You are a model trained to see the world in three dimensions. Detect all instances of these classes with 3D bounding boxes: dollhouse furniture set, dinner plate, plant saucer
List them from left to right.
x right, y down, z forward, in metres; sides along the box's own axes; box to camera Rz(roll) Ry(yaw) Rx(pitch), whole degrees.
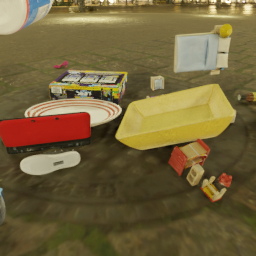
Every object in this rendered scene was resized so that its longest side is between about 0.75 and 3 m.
[{"bbox_3d":[-1.677,-0.441,8.824,2.950,0.358,2.950,2,19,-1],"label":"dinner plate"},{"bbox_3d":[1.295,-0.284,7.767,2.825,0.684,2.825,-12,21,14],"label":"plant saucer"},{"bbox_3d":[2.131,-1.740,8.922,2.702,2.862,1.868,-7,27,-12],"label":"dollhouse furniture set"},{"bbox_3d":[1.673,0.980,6.297,0.791,0.598,1.471,-15,48,-27],"label":"dollhouse furniture set"}]

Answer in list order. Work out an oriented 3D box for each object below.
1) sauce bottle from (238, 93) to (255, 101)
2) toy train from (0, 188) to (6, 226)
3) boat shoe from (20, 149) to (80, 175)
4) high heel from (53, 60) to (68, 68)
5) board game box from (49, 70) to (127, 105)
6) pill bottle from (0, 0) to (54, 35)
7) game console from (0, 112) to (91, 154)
[{"bbox_3d":[4.696,-1.173,10.559,1.061,0.350,0.350,0,27,-6],"label":"sauce bottle"},{"bbox_3d":[-2.842,1.725,4.358,1.206,0.915,2.110,7,27,0],"label":"toy train"},{"bbox_3d":[-1.847,0.779,6.696,1.389,0.477,0.393,-6,21,-25],"label":"boat shoe"},{"bbox_3d":[-3.591,-3.404,14.898,0.754,0.362,0.254,-7,28,-14],"label":"high heel"},{"bbox_3d":[-1.464,-1.655,11.088,2.617,0.742,2.163,4,26,8],"label":"board game box"},{"bbox_3d":[-3.020,-3.656,7.761,1.523,1.523,2.713,3,33,6],"label":"pill bottle"},{"bbox_3d":[-2.147,-0.120,7.477,2.176,1.292,1.876,-6,28,-12],"label":"game console"}]
